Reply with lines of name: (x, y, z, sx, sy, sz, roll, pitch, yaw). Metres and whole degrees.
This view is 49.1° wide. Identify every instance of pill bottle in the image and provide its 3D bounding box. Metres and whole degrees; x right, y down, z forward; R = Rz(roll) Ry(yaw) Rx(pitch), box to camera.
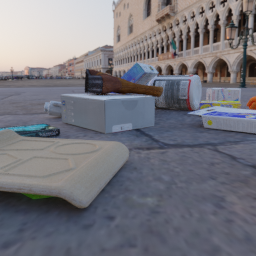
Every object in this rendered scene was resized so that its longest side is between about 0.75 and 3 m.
pill bottle: (2.049, -1.807, 14.130, 2.964, 1.688, 1.688, 5, 11, 28)

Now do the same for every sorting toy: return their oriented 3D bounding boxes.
sorting toy: (-1.516, 0.572, 4.583, 2.663, 0.486, 2.465, 7, 12, 13)

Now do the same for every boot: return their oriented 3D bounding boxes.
boot: (-0.236, -1.627, 10.106, 2.571, 0.880, 2.420, 2, 7, -14)

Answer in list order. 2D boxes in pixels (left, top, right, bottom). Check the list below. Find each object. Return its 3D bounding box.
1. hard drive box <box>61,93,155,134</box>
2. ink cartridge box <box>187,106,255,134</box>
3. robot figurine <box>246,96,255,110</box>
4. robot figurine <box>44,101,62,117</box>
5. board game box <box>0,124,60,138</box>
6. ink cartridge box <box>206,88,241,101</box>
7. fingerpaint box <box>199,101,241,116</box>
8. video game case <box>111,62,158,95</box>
hard drive box: (-0.723, -0.605, 9.347, 2.027, 0.999, 2.601, -8, 13, -39)
ink cartridge box: (3.493, -0.306, 9.206, 2.296, 0.540, 2.269, 7, 14, 41)
robot figurine: (6.188, -1.132, 13.140, 1.235, 0.720, 0.888, -4, 8, -21)
robot figurine: (-2.788, -0.749, 11.117, 1.026, 0.579, 0.870, 8, -25, -8)
board game box: (-2.820, 0.123, 7.506, 1.650, 0.232, 1.116, -9, 13, -39)
ink cartridge box: (4.895, -1.557, 14.624, 1.769, 1.018, 0.600, 6, 12, 30)
fingerpaint box: (3.829, -0.807, 11.674, 1.596, 0.585, 1.331, 3, 10, 18)
video game case: (-0.028, -1.823, 12.768, 2.685, 0.610, 2.433, -41, -4, 20)
